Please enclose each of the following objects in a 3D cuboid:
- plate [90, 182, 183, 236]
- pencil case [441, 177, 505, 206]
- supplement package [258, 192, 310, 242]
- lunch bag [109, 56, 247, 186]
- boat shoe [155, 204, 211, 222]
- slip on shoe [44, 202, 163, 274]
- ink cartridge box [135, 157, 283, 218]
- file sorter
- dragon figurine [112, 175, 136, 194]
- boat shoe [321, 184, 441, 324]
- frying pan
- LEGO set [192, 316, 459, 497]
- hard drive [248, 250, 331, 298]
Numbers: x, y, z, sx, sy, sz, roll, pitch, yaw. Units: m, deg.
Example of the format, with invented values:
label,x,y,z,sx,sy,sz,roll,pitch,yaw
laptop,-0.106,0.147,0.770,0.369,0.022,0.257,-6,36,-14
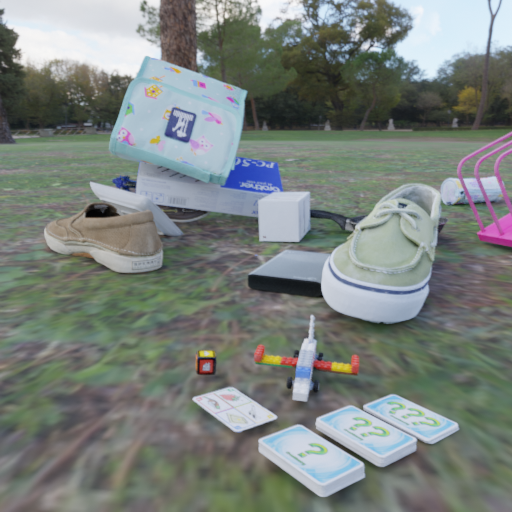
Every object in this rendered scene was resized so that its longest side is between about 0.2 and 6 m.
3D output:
label,x,y,z,sx,sy,sz,roll,pitch,yaw
plate,-2.157,-0.763,10.011,1.361,0.220,1.364,15,-19,27
pencil case,5.371,-1.621,13.890,1.587,0.660,0.720,-5,-3,-24
supplement package,0.537,-0.733,10.218,0.743,0.740,1.266,2,15,14
lunch bag,-1.397,-2.411,10.455,2.220,1.589,2.606,17,37,-10
boat shoe,-1.730,-1.058,11.566,1.647,0.490,0.592,-1,53,7
slip on shoe,-2.456,-0.429,8.775,1.087,0.866,2.860,-11,18,-38
ink cartridge box,-0.943,-1.518,11.391,2.865,0.634,1.347,7,38,-11
file sorter,4.406,-1.114,8.464,1.614,1.456,2.322,-30,11,-4
dragon figurine,-2.062,-1.532,13.273,2.751,0.810,1.368,6,15,23
boat shoe,1.666,-0.197,7.041,1.230,1.059,3.416,15,21,17
frying pan,1.955,-0.550,10.091,2.859,0.465,1.730,0,11,11
LEGO set,0.348,0.956,4.249,1.412,0.464,1.890,-6,15,-37
hard drive,0.598,0.217,7.539,0.974,0.230,1.396,6,16,21
